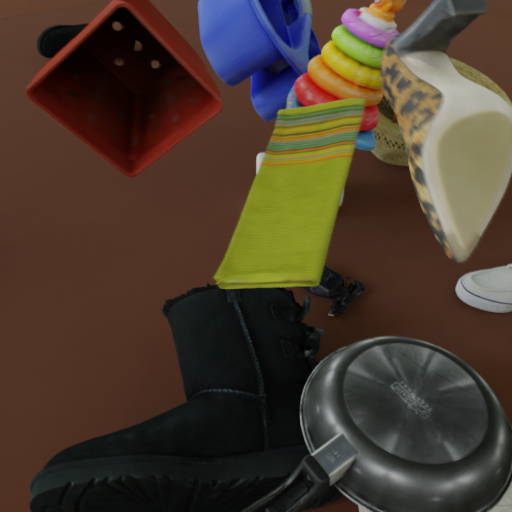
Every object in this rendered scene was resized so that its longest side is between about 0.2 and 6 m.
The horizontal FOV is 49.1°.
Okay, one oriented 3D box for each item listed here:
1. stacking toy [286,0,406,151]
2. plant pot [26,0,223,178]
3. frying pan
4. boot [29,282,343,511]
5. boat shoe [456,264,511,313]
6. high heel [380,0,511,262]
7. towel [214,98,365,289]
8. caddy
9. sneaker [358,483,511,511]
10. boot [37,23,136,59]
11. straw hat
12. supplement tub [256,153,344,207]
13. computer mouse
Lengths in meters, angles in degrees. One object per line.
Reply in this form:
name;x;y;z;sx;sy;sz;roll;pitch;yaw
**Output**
stacking toy;1.508;-2.888;7.836;1.379;2.513;1.458;18;38;-11
plant pot;-1.635;-2.423;7.357;1.735;1.734;1.529;-32;40;23
frying pan;0.890;1.753;5.795;3.774;0.614;2.283;-5;41;-12
boot;-0.697;1.577;6.688;3.498;1.294;2.866;-1;42;-13
boat shoe;4.231;0.352;8.516;2.267;0.745;0.816;2;41;2
high heel;1.891;-1.262;6.122;0.982;2.750;1.960;1;-4;-7
towel;0.392;-0.715;5.602;1.057;0.222;2.457;-5;49;31
caddy;0.277;-3.962;9.890;1.664;2.241;3.170;-31;46;27
sneaker;2.221;2.685;5.935;2.392;0.896;1.191;-1;61;-3
boot;-4.712;-5.987;15.827;1.873;0.846;2.285;26;42;29
straw hat;3.058;-2.740;11.415;3.781;1.600;3.781;6;47;-6
supplement tub;0.773;-1.344;10.212;1.512;1.100;1.100;-2;41;-1
computer mouse;0.993;0.438;8.796;1.232;0.325;0.853;35;49;18
